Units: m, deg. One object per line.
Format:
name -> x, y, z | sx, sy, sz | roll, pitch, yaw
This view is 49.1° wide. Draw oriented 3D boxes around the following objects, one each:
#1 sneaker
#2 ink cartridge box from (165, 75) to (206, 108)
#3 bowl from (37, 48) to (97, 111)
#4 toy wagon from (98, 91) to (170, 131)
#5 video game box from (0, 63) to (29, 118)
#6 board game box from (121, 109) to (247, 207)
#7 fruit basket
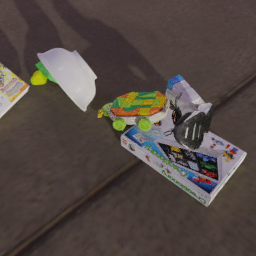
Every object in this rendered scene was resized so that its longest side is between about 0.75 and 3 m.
sneaker -> 1.215, -0.104, 5.741 | 0.802, 0.748, 2.023 | 12, 17, 21
ink cartridge box -> 1.516, -0.768, 7.485 | 0.392, 0.670, 1.155 | -27, 62, -17
bowl -> -1.402, -1.396, 7.264 | 0.835, 1.857, 1.857 | -38, 54, 0
toy wagon -> 0.070, -0.491, 7.203 | 1.907, 0.377, 1.480 | 1, 35, 20
video game box -> -3.801, -0.991, 7.277 | 1.616, 0.415, 1.774 | 41, 58, -14
board game box -> 1.249, 0.484, 6.589 | 2.473, 0.428, 1.561 | 34, 56, 28
fruit basket -> -2.489, -1.590, 8.488 | 0.947, 0.683, 0.947 | -10, 70, 29
